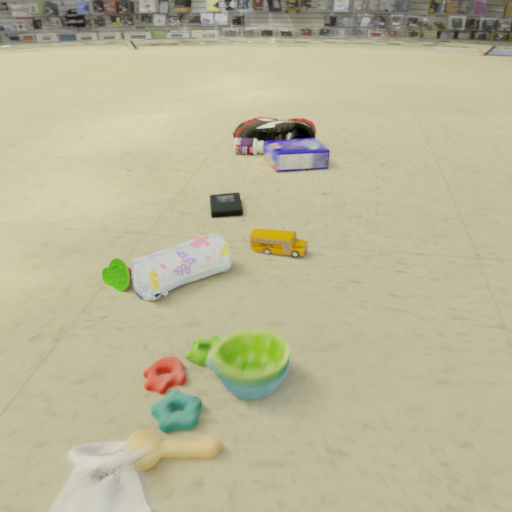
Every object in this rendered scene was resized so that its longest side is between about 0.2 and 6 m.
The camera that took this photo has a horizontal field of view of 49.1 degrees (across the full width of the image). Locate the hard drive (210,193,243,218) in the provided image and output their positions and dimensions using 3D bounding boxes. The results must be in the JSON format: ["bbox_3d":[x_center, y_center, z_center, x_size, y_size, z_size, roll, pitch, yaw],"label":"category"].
[{"bbox_3d":[-0.759,-1.276,14.019,0.783,0.184,1.122,-5,28,-3],"label":"hard drive"}]

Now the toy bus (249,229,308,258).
[{"bbox_3d":[0.480,-0.287,11.804,1.167,0.457,0.380,5,35,20],"label":"toy bus"}]

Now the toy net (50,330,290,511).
[{"bbox_3d":[-1.240,1.975,7.281,1.957,0.720,3.731,21,34,34],"label":"toy net"}]

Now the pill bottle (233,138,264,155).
[{"bbox_3d":[-0.227,-3.512,17.996,0.944,0.526,0.526,4,28,7],"label":"pill bottle"}]

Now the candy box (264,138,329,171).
[{"bbox_3d":[1.208,-3.087,17.041,1.666,0.642,1.409,-4,27,-12],"label":"candy box"}]

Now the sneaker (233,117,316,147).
[{"bbox_3d":[0.673,-3.944,18.292,2.819,0.996,1.377,-2,26,-7],"label":"sneaker"}]

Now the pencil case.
[{"bbox_3d":[-1.400,0.187,10.616,1.941,0.807,0.881,-22,39,-36],"label":"pencil case"}]

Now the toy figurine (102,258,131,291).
[{"bbox_3d":[-2.425,0.317,10.838,0.838,0.629,0.772,-9,2,40],"label":"toy figurine"}]
